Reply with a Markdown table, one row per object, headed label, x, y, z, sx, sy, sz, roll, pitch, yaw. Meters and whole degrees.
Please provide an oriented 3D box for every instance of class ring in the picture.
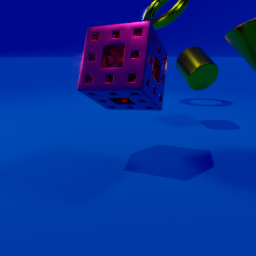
| label | x | y | z | sx | sy | sz | roll | pitch | yaw |
| --- | --- | --- | --- | --- | --- | --- | --- | --- | --- |
| ring | 1.434 | -4.544 | 10.528 | 0.417 | 2.084 | 2.084 | 40 | -10 | -35 |

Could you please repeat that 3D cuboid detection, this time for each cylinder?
| label | x | y | z | sx | sy | sz | roll | pitch | yaw |
| --- | --- | --- | --- | --- | --- | --- | --- | --- | --- |
| cylinder | 1.894 | -1.642 | 7.727 | 0.890 | 0.890 | 0.890 | -5 | 46 | -18 |

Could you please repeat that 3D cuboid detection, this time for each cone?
| label | x | y | z | sx | sy | sz | roll | pitch | yaw |
| --- | --- | --- | --- | --- | --- | --- | --- | --- | --- |
| cone | 2.582 | -1.228 | 5.096 | 1.328 | 1.333 | 1.328 | -12 | 0 | 0 |

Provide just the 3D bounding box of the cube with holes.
| label | x | y | z | sx | sy | sz | roll | pitch | yaw |
| --- | --- | --- | --- | --- | --- | --- | --- | --- | --- |
| cube with holes | -0.033 | -1.026 | 5.009 | 1.145 | 1.145 | 1.145 | 3 | -12 | 23 |
